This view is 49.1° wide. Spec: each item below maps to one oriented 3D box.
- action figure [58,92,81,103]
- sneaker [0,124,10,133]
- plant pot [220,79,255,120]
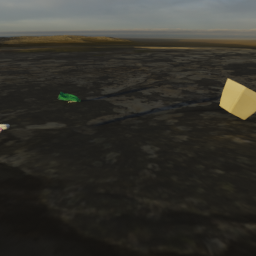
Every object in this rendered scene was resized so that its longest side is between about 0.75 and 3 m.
[{"bbox_3d":[-2.462,-1.254,11.892,0.922,0.252,0.544,12,44,-7],"label":"action figure"},{"bbox_3d":[-3.422,0.147,7.274,0.808,0.461,0.293,-10,0,11],"label":"sneaker"},{"bbox_3d":[3.668,-0.890,9.202,1.037,0.918,1.036,21,18,-21],"label":"plant pot"}]
